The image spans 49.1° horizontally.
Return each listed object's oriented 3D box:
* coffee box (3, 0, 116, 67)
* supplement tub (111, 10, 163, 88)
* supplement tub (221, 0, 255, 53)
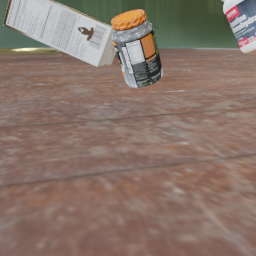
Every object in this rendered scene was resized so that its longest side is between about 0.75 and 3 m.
[{"bbox_3d":[-1.732,-2.820,7.967,2.821,1.125,1.614,25,16,4],"label":"coffee box"},{"bbox_3d":[0.144,-1.268,4.537,0.676,1.103,0.676,-13,35,9],"label":"supplement tub"},{"bbox_3d":[3.925,-3.583,8.822,1.448,2.064,1.448,-26,4,2],"label":"supplement tub"}]
